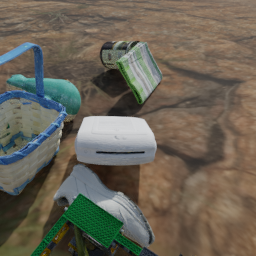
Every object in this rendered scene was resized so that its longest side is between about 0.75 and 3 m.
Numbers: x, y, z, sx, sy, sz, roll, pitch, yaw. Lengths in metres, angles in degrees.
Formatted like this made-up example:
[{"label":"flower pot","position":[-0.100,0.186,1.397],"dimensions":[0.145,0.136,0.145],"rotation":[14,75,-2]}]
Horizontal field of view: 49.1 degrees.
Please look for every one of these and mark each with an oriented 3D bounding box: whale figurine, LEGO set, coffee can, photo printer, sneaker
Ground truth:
[{"label":"whale figurine","position":[-2.203,-0.997,7.617],"dimensions":[1.995,1.035,1.587],"rotation":[29,13,-18]},{"label":"LEGO set","position":[-0.313,2.153,3.736],"dimensions":[2.472,1.432,1.901],"rotation":[22,61,12]},{"label":"coffee can","position":[-0.197,-2.694,10.398],"dimensions":[1.412,1.034,1.034],"rotation":[15,36,41]},{"label":"photo printer","position":[-0.278,0.245,6.067],"dimensions":[1.648,0.688,1.981],"rotation":[1,13,-5]},{"label":"sneaker","position":[-0.461,1.522,5.056],"dimensions":[2.152,0.802,0.937],"rotation":[26,62,35]}]

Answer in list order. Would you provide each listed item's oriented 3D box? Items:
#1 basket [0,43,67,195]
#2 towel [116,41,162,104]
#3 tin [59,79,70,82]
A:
[{"label":"basket","position":[-2.402,-0.151,5.604],"dimensions":[1.830,2.631,2.320],"rotation":[21,36,13]},{"label":"towel","position":[0.478,-1.861,9.113],"dimensions":[0.319,1.550,2.078],"rotation":[-21,20,34]},{"label":"tin","position":[-2.321,-1.440,9.371],"dimensions":[0.795,0.445,0.166],"rotation":[-9,57,-12]}]
